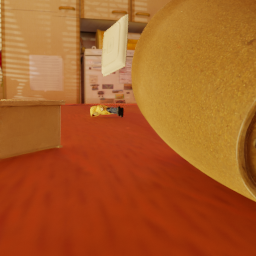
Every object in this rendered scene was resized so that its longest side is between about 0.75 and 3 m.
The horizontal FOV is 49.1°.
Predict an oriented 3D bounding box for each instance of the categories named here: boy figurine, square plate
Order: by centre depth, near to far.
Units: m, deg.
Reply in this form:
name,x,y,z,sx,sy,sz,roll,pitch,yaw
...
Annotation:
name,x,y,z,sx,sy,sz,roll,pitch,yaw
square plate,-0.582,-3.150,10.885,0.280,1.967,1.948,6,-5,-29
boy figurine,-1.084,-0.799,13.155,1.683,0.542,1.046,1,-6,22

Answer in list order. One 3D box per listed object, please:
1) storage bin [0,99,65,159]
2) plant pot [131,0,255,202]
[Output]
name,x,y,z,sx,sy,sz,roll,pitch,yaw
storage bin,-2.372,-0.043,4.652,1.858,0.877,1.872,4,8,28
plant pot,1.205,-0.329,2.890,2.286,2.286,2.453,0,22,-1
